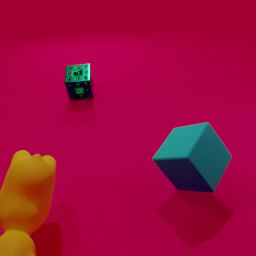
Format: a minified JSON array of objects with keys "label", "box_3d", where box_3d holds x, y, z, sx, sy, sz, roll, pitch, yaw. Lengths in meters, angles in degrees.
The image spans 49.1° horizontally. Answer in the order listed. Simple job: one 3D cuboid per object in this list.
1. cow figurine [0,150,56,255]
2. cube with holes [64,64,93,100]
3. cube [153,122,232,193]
[{"label":"cow figurine","box_3d":[-1.532,1.246,4.066,0.949,1.728,1.700,15,5,-18]},{"label":"cube with holes","box_3d":[-1.504,-1.433,8.705,0.748,0.748,0.748,-5,53,0]},{"label":"cube","box_3d":[1.166,0.543,5.095,0.869,0.869,0.869,-13,32,54]}]
